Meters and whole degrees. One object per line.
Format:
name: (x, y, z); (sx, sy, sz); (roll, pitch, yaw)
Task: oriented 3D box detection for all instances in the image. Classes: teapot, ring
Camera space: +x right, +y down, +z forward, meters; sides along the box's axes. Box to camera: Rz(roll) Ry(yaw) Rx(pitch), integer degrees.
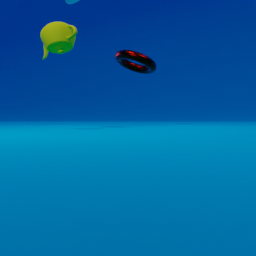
teapot: (-1.661, -2.057, 6.644); (1.316, 0.644, 0.818); (-18, -13, 37)
ring: (0.310, -2.642, 11.276); (1.742, 0.348, 1.742); (18, -5, 2)

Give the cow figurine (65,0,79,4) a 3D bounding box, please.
cow figurine: (-1.460, -4.333, 8.238); (1.398, 0.780, 1.421); (-13, -5, 13)
